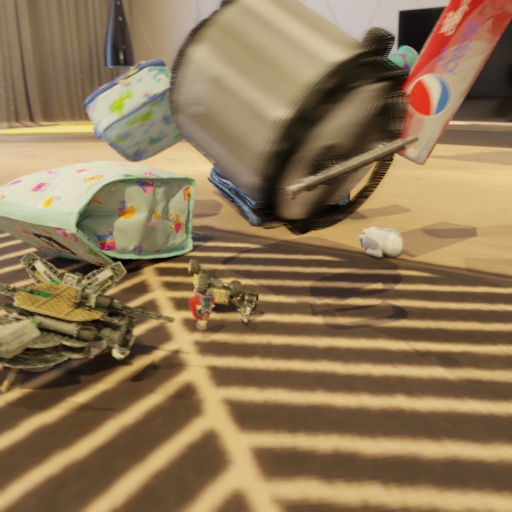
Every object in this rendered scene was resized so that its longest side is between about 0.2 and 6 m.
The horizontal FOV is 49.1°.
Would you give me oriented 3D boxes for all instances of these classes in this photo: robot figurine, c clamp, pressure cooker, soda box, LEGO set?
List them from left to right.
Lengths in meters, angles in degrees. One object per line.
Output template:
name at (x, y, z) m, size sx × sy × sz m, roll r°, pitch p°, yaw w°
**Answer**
LEGO set at (-1.889, 0.832, 6.950) m, size 4.092 × 1.160 × 2.658 m, roll 6°, pitch 15°, yaw -26°
pressure cooker at (0.548, -1.833, 7.639) m, size 2.597 × 2.557 × 2.907 m, roll -41°, pitch 67°, yaw -14°
c clamp at (1.003, -0.973, 6.073) m, size 1.456 × 0.197 × 1.244 m, roll -22°, pitch 2°, yaw 6°
robot figurine at (2.417, -0.268, 10.729) m, size 0.899 × 0.508 × 0.763 m, roll 16°, pitch 58°, yaw 41°
soda box at (3.028, -2.926, 9.017) m, size 0.914 × 2.883 × 1.009 m, roll 31°, pitch 16°, yaw 12°

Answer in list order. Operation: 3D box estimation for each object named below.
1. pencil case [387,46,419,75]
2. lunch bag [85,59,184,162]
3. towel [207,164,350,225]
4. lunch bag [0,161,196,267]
pencil case at (2.441, -3.504, 11.514) m, size 1.910 × 0.813 × 0.883 m, roll -31°, pitch 16°, yaw -7°
lunch bag at (-2.473, -3.068, 12.260) m, size 2.019 × 1.036 × 2.512 m, roll -31°, pitch -10°, yaw 3°
towel at (0.434, -1.862, 14.813) m, size 2.590 × 1.126 × 4.639 m, roll -5°, pitch 17°, yaw -17°
lunch bag at (-2.974, -0.787, 10.260) m, size 2.558 × 1.831 × 3.003 m, roll 12°, pitch 16°, yaw 32°
